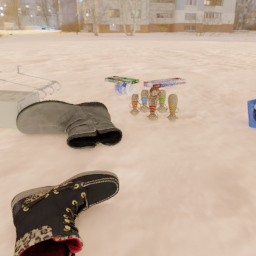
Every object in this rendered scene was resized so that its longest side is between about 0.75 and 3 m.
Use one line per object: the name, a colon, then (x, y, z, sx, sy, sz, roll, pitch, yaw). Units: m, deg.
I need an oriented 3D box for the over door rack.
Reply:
over door rack: (-4.335, -1.930, 12.412, 2.259, 0.752, 1.669, 23, 24, 2)

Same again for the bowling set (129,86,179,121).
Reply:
bowling set: (0.759, -0.755, 8.989, 1.710, 0.918, 1.190, 1, -8, 14)

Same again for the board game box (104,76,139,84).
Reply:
board game box: (-0.339, -2.595, 15.183, 1.724, 0.202, 0.903, 16, 24, 35)

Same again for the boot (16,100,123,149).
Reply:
boot: (-1.671, -0.057, 7.713, 2.819, 0.954, 1.841, -7, 28, -13)

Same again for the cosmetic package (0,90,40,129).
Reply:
cosmetic package: (-4.352, -0.681, 9.187, 2.585, 0.945, 1.338, 6, 22, 13)

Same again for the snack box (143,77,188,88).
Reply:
snack box: (1.923, -2.292, 14.263, 2.226, 0.271, 0.800, -12, 24, -28)

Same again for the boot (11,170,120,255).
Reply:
boot: (-0.880, 1.343, 4.312, 1.845, 0.675, 1.389, -10, 22, -14)

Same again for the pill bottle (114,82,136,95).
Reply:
pill bottle: (-0.132, -1.771, 12.598, 0.912, 0.511, 0.511, 9, 23, 24)

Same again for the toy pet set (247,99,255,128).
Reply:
toy pet set: (4.940, -0.522, 8.855, 2.176, 1.238, 2.331, -15, 59, -34)
